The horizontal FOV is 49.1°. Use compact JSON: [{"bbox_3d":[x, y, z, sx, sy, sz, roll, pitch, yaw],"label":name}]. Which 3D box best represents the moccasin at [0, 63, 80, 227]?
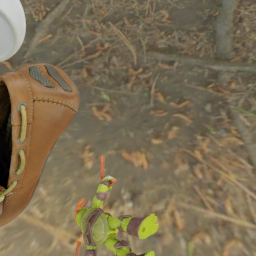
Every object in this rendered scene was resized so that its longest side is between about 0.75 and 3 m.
[{"bbox_3d":[-1.584,0.461,3.410,1.077,2.791,1.021,-16,65,-53],"label":"moccasin"}]

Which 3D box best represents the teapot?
[{"bbox_3d":[-2.756,-2.134,5.083,1.826,1.803,1.334,-1,57,-15],"label":"teapot"}]

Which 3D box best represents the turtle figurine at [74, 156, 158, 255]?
[{"bbox_3d":[-0.232,0.999,2.991,1.124,0.449,1.393,4,75,43],"label":"turtle figurine"}]
